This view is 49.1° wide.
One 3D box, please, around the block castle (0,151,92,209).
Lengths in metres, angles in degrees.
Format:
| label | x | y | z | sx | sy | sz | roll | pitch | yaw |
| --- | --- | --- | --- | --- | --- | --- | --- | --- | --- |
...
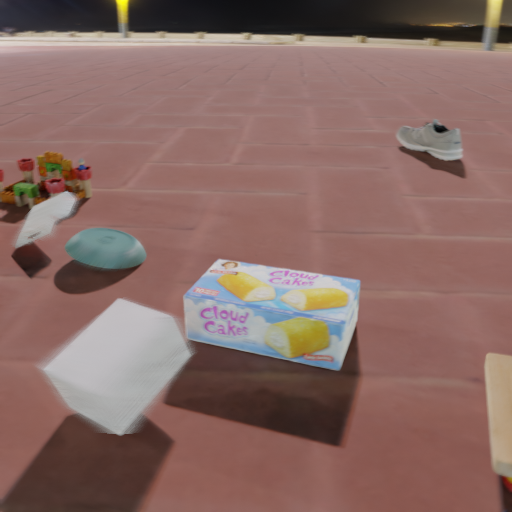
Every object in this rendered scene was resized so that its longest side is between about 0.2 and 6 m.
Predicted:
| label | x | y | z | sx | sy | sz | roll | pitch | yaw |
| --- | --- | --- | --- | --- | --- | --- | --- | --- | --- |
| block castle | -5.260 | -1.888 | 13.709 | 2.238 | 1.050 | 1.496 | 10 | 28 | 20 |

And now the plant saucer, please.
| label | x | y | z | sx | sy | sz | roll | pitch | yaw |
| --- | --- | --- | --- | --- | --- | --- | --- | --- | --- |
| plant saucer | -2.874 | -0.211 | 10.805 | 1.532 | 0.275 | 1.532 | 11 | 22 | -5 |

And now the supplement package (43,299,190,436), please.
| label | x | y | z | sx | sy | sz | roll | pitch | yaw |
| --- | --- | --- | --- | --- | --- | --- | --- | --- | --- |
| supplement package | -1.695 | 1.317 | 6.938 | 1.035 | 0.737 | 1.329 | 13 | 45 | 35 |

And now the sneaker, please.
| label | x | y | z | sx | sy | sz | roll | pitch | yaw |
| --- | --- | --- | --- | --- | --- | --- | --- | --- | --- |
| sneaker | 5.499 | -3.815 | 17.598 | 0.967 | 1.061 | 2.587 | -15 | 30 | -27 |

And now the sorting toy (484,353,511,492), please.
| label | x | y | z | sx | sy | sz | roll | pitch | yaw |
| --- | --- | --- | --- | --- | --- | --- | --- | --- | --- |
| sorting toy | 3.539 | 2.026 | 6.200 | 1.885 | 0.660 | 1.896 | 8 | 27 | 16 |

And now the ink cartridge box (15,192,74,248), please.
| label | x | y | z | sx | sy | sz | roll | pitch | yaw |
| --- | --- | --- | --- | --- | --- | --- | --- | --- | --- |
| ink cartridge box | -4.291 | -0.676 | 11.426 | 0.997 | 0.308 | 1.229 | -19 | 45 | 22 |

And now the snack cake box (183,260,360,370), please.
| label | x | y | z | sx | sy | sz | roll | pitch | yaw |
| --- | --- | --- | --- | --- | --- | --- | --- | --- | --- |
| snack cake box | 0.269 | 0.814 | 8.491 | 2.384 | 0.801 | 1.371 | 8 | 28 | 17 |
